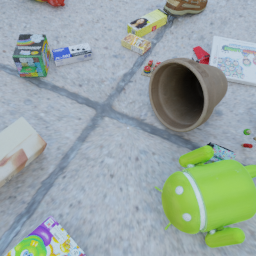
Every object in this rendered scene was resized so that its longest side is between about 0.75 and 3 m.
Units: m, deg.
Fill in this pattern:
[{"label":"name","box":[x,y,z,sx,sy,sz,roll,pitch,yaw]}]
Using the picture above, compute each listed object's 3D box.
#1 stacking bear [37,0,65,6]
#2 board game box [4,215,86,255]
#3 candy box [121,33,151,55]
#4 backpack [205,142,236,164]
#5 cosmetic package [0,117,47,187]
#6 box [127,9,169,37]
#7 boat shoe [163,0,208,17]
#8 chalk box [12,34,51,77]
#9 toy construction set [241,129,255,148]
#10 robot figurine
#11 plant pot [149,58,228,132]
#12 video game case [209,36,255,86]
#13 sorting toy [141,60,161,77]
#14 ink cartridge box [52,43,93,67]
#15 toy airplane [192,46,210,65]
[{"label":"stacking bear","box":[-4.132,-6.798,13.435,2.651,1.610,1.508,33,79,12]},{"label":"board game box","box":[-2.168,3.366,6.157,1.242,1.264,2.411,38,63,24]},{"label":"candy box","box":[0.336,-3.515,11.704,1.105,0.306,0.638,30,58,20]},{"label":"backpack","box":[2.725,0.852,8.299,0.857,0.761,0.645,17,78,7]},{"label":"cosmetic package","box":[-3.566,0.954,7.730,2.461,1.272,1.074,-43,94,-25]},{"label":"box","box":[0.890,-4.630,12.413,1.884,0.472,0.709,-35,62,-23]},{"label":"boat shoe","box":[2.785,-5.818,12.726,2.757,1.018,1.043,-30,61,-35]},{"label":"chalk box","box":[-3.632,-2.604,10.606,1.057,1.050,1.694,0,55,-1]},{"label":"toy construction set","box":[4.343,0.120,8.791,1.769,1.360,1.476,-24,87,3]},{"label":"robot figurine","box":[2.091,1.723,7.142,2.734,1.582,2.399,-11,71,-9]},{"label":"plant pot","box":[2.147,-1.248,9.096,2.018,2.313,2.313,-23,56,-36]},{"label":"video game case","box":[4.239,-2.593,10.810,2.127,0.252,1.936,12,65,4]},{"label":"sorting toy","box":[0.986,-2.305,10.860,0.760,0.264,0.755,18,56,12]},{"label":"ink cartridge box","box":[-2.240,-2.966,11.295,1.504,0.333,0.707,-16,55,-11]},{"label":"toy airplane","box":[3.411,-2.831,11.203,1.790,0.329,1.790,0,56,0]}]
